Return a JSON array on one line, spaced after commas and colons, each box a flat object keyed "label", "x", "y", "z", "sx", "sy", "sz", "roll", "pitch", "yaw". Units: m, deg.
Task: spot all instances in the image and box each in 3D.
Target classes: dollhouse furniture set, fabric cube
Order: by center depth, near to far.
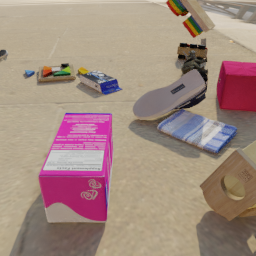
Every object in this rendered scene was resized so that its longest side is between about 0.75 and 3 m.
[{"label": "dollhouse furniture set", "x": 3.528, "y": 1.305, "z": 5.903, "sx": 2.887, "sy": 1.605, "sz": 2.553, "roll": -23, "pitch": 63, "yaw": -33}, {"label": "fabric cube", "x": 4.025, "y": -1.524, "z": 10.100, "sx": 1.388, "sy": 1.362, "sz": 1.384, "roll": 6, "pitch": 33, "yaw": 9}]

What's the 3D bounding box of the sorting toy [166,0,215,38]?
[{"label": "sorting toy", "x": 1.584, "y": -2.981, "z": 7.243, "sx": 1.372, "sy": 0.480, "sz": 1.380, "roll": 51, "pitch": 32, "yaw": -4}]

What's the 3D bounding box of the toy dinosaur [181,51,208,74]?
[{"label": "toy dinosaur", "x": 2.929, "y": -2.717, "z": 12.738, "sx": 1.243, "sy": 0.935, "sz": 2.430, "roll": 1, "pitch": 35, "yaw": 26}]

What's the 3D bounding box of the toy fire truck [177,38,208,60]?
[{"label": "toy fire truck", "x": 3.589, "y": -4.283, "z": 15.070, "sx": 1.494, "sy": 1.092, "sz": 1.697, "roll": 14, "pitch": 23, "yaw": 22}]

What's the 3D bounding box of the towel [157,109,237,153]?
[{"label": "towel", "x": 2.119, "y": 0.019, "z": 8.627, "sx": 2.069, "sy": 0.246, "sz": 1.520, "roll": 24, "pitch": 40, "yaw": 34}]

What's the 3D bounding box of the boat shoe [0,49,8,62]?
[{"label": "boat shoe", "x": -4.543, "y": -2.525, "z": 10.042, "sx": 0.975, "sy": 0.313, "sz": 0.359, "roll": -14, "pitch": 61, "yaw": 37}]

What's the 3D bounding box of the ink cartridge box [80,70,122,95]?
[{"label": "ink cartridge box", "x": -1.135, "y": -1.939, "z": 11.740, "sx": 0.929, "sy": 0.366, "sz": 1.869, "roll": -24, "pitch": 40, "yaw": -35}]

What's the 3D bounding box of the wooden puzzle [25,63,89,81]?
[{"label": "wooden puzzle", "x": -3.242, "y": -2.614, "z": 12.869, "sx": 2.817, "sy": 0.329, "sz": 1.901, "roll": -11, "pitch": 33, "yaw": -17}]

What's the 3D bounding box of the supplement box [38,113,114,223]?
[{"label": "supplement box", "x": -1.025, "y": 0.767, "z": 6.398, "sx": 1.293, "sy": 1.266, "sz": 2.502, "roll": 1, "pitch": 31, "yaw": 1}]

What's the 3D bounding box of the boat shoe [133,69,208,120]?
[{"label": "boat shoe", "x": 1.518, "y": -0.866, "z": 9.553, "sx": 2.672, "sy": 1.239, "sz": 0.998, "roll": -26, "pitch": 60, "yaw": 5}]
